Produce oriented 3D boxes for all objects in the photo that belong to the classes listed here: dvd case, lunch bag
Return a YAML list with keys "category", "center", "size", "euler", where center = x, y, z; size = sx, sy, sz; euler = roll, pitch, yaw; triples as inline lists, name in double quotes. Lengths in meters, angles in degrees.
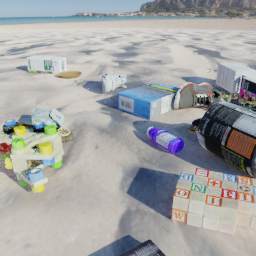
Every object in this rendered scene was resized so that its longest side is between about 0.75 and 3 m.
- category: "dvd case"
  center: [0.275, 2.622, 3.085]
  size: [2.078, 0.223, 2.794]
  euler: [-15, 28, -30]
- category: "lunch bag"
  center: [-2.583, -0.271, 9.120]
  size: [0.971, 0.592, 0.827]
  euler: [6, 22, -8]

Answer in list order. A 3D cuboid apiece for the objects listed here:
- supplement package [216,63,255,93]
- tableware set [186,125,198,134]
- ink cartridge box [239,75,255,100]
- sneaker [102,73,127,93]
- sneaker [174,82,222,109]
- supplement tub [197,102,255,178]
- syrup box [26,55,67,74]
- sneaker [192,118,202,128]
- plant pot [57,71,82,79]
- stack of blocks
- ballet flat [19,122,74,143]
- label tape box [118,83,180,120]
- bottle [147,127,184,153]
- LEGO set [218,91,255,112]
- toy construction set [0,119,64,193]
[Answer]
- category: "supplement package"
  center: [5.052, -2.383, 13.228]
  size: [1.048, 1.052, 1.793]
  euler: [-3, 24, -6]
- category: "tableware set"
  center: [2.347, 0.042, 8.895]
  size: [0.896, 0.180, 0.592]
  euler: [15, 28, 31]
- category: "ink cartridge box"
  center: [5.067, -1.533, 11.530]
  size: [0.350, 0.894, 1.888]
  euler: [-4, 25, -10]
- category: "sneaker"
  center: [-0.633, -2.163, 13.089]
  size: [1.163, 0.760, 2.023]
  euler: [-4, 21, -3]
- category: "sneaker"
  center: [2.809, -1.222, 10.860]
  size: [2.506, 0.966, 1.026]
  euler: [-22, 38, -38]
- category: "supplement tub"
  center: [2.948, 0.325, 6.768]
  size: [1.417, 1.417, 2.313]
  euler: [-14, 29, -28]
- category: "syrup box"
  center: [-4.744, -3.717, 16.446]
  size: [2.163, 0.852, 0.881]
  euler: [8, 25, 15]
- category: "sneaker"
  center: [2.481, -0.068, 8.683]
  size: [0.995, 0.412, 0.357]
  euler: [-4, 50, 7]
- category: "plant pot"
  center: [-3.249, -2.963, 15.606]
  size: [1.343, 0.185, 1.343]
  euler: [-1, 24, 0]
- category: "stack of blocks"
  center: [1.909, 1.408, 5.355]
  size: [1.950, 0.571, 1.123]
  euler: [8, 26, 17]
- category: "ballet flat"
  center: [-2.614, 0.098, 8.403]
  size: [2.054, 0.476, 0.692]
  euler: [6, 25, 13]
- category: "label tape box"
  center: [0.953, -1.128, 10.853]
  size: [1.613, 0.744, 2.251]
  euler: [21, 30, 38]
- category: "bottle"
  center: [1.025, 0.304, 8.034]
  size: [0.519, 0.406, 1.243]
  euler: [-15, 28, -30]
- category: "LEGO set"
  center: [4.295, -0.805, 10.414]
  size: [1.869, 0.815, 2.878]
  euler: [10, 13, 17]
- category: "toy construction set"
  center: [-2.862, 0.434, 6.803]
  size: [2.990, 1.377, 1.960]
  euler: [18, 28, 11]
